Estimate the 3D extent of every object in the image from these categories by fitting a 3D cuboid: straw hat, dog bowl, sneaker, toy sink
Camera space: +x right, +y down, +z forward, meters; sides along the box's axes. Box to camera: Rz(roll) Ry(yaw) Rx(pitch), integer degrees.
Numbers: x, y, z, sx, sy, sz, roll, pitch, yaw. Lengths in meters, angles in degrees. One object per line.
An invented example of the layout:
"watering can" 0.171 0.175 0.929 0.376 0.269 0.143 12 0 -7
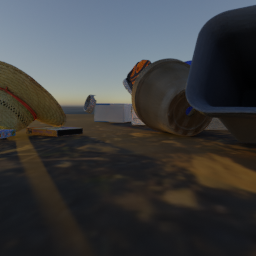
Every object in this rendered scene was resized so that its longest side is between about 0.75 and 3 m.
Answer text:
"straw hat" -3.000 -0.447 7.103 2.668 1.129 2.668 25 -27 14
"dog bowl" -1.767 -1.132 12.995 0.274 0.933 0.933 19 -6 -27
"sneaker" 0.791 -1.497 9.846 1.022 1.476 2.635 7 38 -43
"toy sink" 3.012 -0.366 8.974 1.316 0.858 0.737 1 3 24

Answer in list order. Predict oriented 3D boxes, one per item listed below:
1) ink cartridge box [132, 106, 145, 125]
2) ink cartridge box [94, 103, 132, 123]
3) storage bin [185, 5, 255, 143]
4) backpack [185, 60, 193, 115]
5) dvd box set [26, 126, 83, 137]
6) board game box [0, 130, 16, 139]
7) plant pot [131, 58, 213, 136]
"ink cartridge box" 1.338 -0.585 11.981 1.554 0.905 2.147 2 4 32
"ink cartridge box" -0.509 -0.836 15.200 1.735 1.001 2.391 1 4 23
"storage bin" 2.671 -0.479 4.235 2.945 2.143 1.978 2 -24 36
"backpack" 2.575 -1.305 10.499 2.051 2.524 2.118 4 5 33
"dvd box set" -1.909 0.078 7.264 1.215 0.179 0.889 3 4 35
"board game box" -3.075 0.143 6.255 0.693 0.168 0.916 0 4 8
"plant pot" 1.266 -0.655 7.134 2.038 2.038 1.768 -1 19 -13
